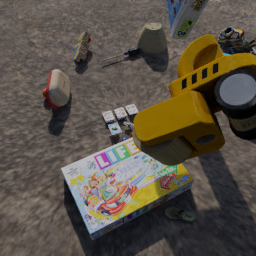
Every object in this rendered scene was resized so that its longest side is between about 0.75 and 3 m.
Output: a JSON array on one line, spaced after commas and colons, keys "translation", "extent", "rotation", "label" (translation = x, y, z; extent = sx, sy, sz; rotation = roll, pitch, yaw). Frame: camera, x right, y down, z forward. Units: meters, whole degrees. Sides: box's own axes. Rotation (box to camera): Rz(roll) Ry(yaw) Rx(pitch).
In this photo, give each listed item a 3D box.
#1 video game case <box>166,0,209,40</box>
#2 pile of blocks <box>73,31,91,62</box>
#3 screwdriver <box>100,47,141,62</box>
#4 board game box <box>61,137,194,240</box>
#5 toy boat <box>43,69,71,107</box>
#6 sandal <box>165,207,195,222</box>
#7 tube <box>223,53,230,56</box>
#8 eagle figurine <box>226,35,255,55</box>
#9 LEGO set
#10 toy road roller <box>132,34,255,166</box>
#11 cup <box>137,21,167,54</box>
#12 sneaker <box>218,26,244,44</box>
[{"translation": [1.780, -4.479, 8.605], "extent": [0.572, 2.282, 2.518], "rotation": [0, 68, -12], "label": "video game case"}, {"translation": [-1.773, -3.105, 11.050], "extent": [0.482, 0.637, 1.551], "rotation": [30, 55, -32], "label": "pile of blocks"}, {"translation": [-0.294, -2.860, 10.895], "extent": [1.745, 0.243, 0.254], "rotation": [-16, 82, -16], "label": "screwdriver"}, {"translation": [-0.040, 1.335, 7.410], "extent": [2.902, 0.497, 1.951], "rotation": [-23, 55, -17], "label": "board game box"}, {"translation": [-2.492, -1.257, 9.402], "extent": [0.874, 0.873, 1.338], "rotation": [-22, 47, 22], "label": "toy boat"}, {"translation": [1.294, 2.124, 6.974], "extent": [0.761, 0.217, 0.302], "rotation": [8, 52, 7], "label": "sandal"}, {"translation": [3.819, -2.546, 10.573], "extent": [1.844, 0.465, 0.714], "rotation": [11, 61, 3], "label": "tube"}, {"translation": [4.506, -3.214, 11.007], "extent": [1.141, 0.861, 0.866], "rotation": [-16, 2, 24], "label": "eagle figurine"}, {"translation": [-0.065, -0.093, 8.771], "extent": [1.126, 0.370, 1.508], "rotation": [-17, 43, -11], "label": "LEGO set"}, {"translation": [1.064, -0.441, 4.375], "extent": [2.075, 1.275, 1.514], "rotation": [-24, 60, 20], "label": "toy road roller"}, {"translation": [0.986, -3.699, 11.173], "extent": [1.231, 0.880, 1.231], "rotation": [0, 51, 0], "label": "cup"}, {"translation": [4.322, -3.919, 11.533], "extent": [1.287, 0.580, 0.482], "rotation": [-24, 55, -18], "label": "sneaker"}]
